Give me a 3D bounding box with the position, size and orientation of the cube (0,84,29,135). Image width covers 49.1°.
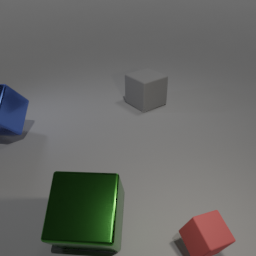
[{"bbox_3d":[-4.633,-0.613,9.950,1.400,1.400,1.400,0,72,17],"label":"cube"}]

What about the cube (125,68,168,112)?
[{"bbox_3d":[0.817,-1.751,12.750,1.400,1.400,1.400,-22,37,-31],"label":"cube"}]

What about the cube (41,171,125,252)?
[{"bbox_3d":[-0.863,1.839,6.079,1.400,1.400,1.400,1,62,5],"label":"cube"}]

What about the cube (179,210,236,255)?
[{"bbox_3d":[1.624,2.241,5.834,0.700,0.700,0.700,-5,51,-29],"label":"cube"}]
